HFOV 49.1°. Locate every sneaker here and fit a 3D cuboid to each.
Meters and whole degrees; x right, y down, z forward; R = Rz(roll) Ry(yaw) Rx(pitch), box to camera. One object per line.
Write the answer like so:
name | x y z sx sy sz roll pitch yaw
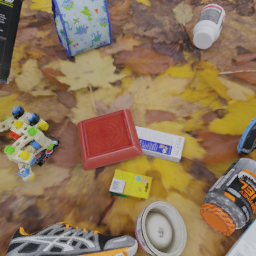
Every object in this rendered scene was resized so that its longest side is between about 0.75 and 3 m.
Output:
sneaker | 3.767 0.096 6.914 2.403 0.852 0.996 -19 50 -16
sneaker | -1.107 2.262 5.321 2.576 1.008 0.995 -5 48 -4

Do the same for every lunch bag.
lunch bag | -1.466 -3.471 8.824 1.610 1.894 1.207 -26 59 -16

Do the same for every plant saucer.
plant saucer | -0.523 0.193 7.070 1.498 0.275 1.495 -15 55 0

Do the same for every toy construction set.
toy construction set | -2.739 0.200 6.805 2.171 1.000 1.424 27 72 21

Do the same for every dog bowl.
dog bowl | 0.618 2.041 5.573 1.095 0.404 1.095 18 53 -26

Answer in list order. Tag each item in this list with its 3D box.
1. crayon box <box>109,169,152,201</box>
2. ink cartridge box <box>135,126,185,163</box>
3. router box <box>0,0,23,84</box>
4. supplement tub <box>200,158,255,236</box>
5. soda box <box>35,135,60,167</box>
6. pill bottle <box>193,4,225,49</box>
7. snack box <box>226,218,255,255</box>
crayon box | 0.070 1.327 6.424 0.885 0.225 0.561 11 55 9
ink cartridge box | 0.694 0.390 7.084 1.387 0.257 0.657 15 56 7
router box | -3.601 -2.158 5.449 2.710 2.031 0.842 8 16 -33
supplement tub | 2.263 1.436 5.908 0.940 0.940 1.533 38 63 24
soda box | -2.037 0.563 6.958 0.276 0.247 0.780 26 59 17
pill bottle | 2.691 -3.379 9.398 0.858 0.858 1.549 18 56 13
snack box | 2.989 2.793 5.285 1.158 0.370 1.993 -38 63 -24
